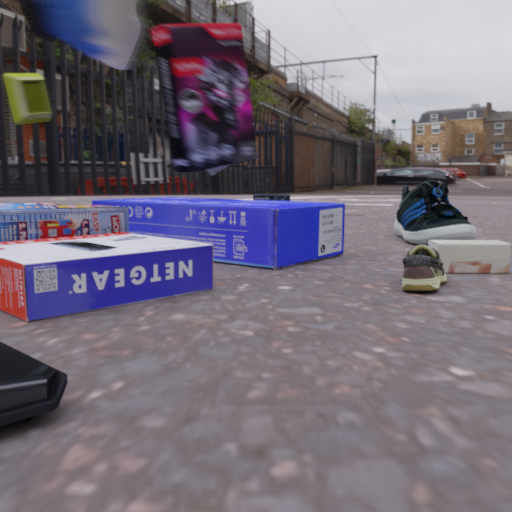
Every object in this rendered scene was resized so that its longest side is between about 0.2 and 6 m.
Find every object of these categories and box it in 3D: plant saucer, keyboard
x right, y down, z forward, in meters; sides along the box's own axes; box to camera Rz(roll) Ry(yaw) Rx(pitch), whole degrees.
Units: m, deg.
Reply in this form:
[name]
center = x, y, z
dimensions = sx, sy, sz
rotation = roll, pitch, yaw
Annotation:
[plant saucer]
center = -4.517, -3.173, 11.249
dimensions = 0.235, 0.978, 0.980
rotation = -1, 17, 24
[keyboard]
center = -2.849, 0.675, 3.554
dimensions = 3.277, 0.420, 1.968
rotation = 6, 4, 44

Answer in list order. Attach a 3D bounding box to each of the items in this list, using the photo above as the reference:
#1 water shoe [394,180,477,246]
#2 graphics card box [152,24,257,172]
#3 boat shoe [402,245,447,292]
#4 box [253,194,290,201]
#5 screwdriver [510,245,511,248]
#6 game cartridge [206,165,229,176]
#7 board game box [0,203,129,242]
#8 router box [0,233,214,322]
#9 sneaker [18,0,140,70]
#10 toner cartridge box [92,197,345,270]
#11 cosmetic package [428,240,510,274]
[water shoe]
center = 3.682, -0.967, 12.069
dimensions = 1.195, 1.319, 3.342
rotation = 0, 8, -3
[graphics card box]
center = -0.949, -3.053, 10.829
dimensions = 1.676, 2.672, 0.680
rotation = -17, 19, -35
[boat shoe]
center = 2.145, 0.114, 7.150
dimensions = 0.550, 0.506, 1.539
rotation = 3, 8, 21
[box]
center = 0.394, -1.082, 14.275
dimensions = 0.952, 0.968, 0.568
rotation = 0, 8, 3
[screwdriver]
center = 5.274, -0.171, 10.520
dimensions = 1.729, 0.251, 0.241
rotation = -9, 11, -32
[game cartridge]
center = -1.039, -2.484, 13.165
dimensions = 0.853, 0.259, 1.280
rotation = -33, -40, 12
[board game box]
center = -3.633, -0.288, 8.426
dimensions = 3.116, 0.962, 3.118
rotation = -2, 8, -24
[router box]
center = -2.037, 0.140, 6.699
dimensions = 2.087, 0.568, 2.326
rotation = 8, 11, 44
[sneaker]
center = -2.292, -3.306, 6.993
dimensions = 1.568, 1.082, 2.819
rotation = 22, -1, -12
[toner cartridge box]
center = -0.820, -0.547, 10.304
dimensions = 4.448, 0.960, 2.113
rotation = 7, 9, 38
[cosmetic package]
center = 3.075, 0.010, 8.147
dimensions = 1.028, 0.449, 0.531
rotation = 1, 8, 2
